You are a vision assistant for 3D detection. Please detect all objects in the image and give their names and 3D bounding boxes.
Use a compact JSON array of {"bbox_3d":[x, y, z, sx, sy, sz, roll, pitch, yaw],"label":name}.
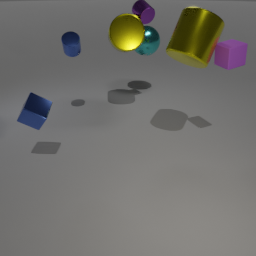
[{"bbox_3d":[0.616,-4.634,11.182,0.700,0.700,0.700,-16,55,-28],"label":"cylinder"},{"bbox_3d":[0.861,-4.219,13.570,1.400,1.400,1.400,0,28,0],"label":"ball"},{"bbox_3d":[3.269,-2.357,8.951,0.700,0.700,0.700,-19,34,-17],"label":"cube"},{"bbox_3d":[-2.193,-3.246,10.878,0.700,0.700,0.700,2,68,-4],"label":"cylinder"},{"bbox_3d":[-2.786,-0.494,8.377,0.700,0.700,0.700,26,48,-23],"label":"cube"},{"bbox_3d":[2.080,-2.783,8.759,1.400,1.400,1.400,22,4,-2],"label":"cylinder"},{"bbox_3d":[-0.093,-3.819,11.394,1.400,1.400,1.400,-2,14,-5],"label":"cylinder"}]
